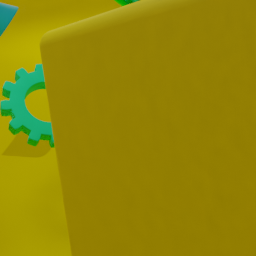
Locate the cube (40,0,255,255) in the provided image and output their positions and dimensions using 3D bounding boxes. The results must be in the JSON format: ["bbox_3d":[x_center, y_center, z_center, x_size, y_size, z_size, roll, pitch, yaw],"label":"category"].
[{"bbox_3d":[0.524,0.134,1.160,1.173,1.173,1.173,4,15,43],"label":"cube"}]

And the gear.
[{"bbox_3d":[-1.060,-0.304,3.687,1.116,0.206,1.116,10,64,-22],"label":"gear"}]

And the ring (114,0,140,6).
[{"bbox_3d":[-0.039,-3.840,7.696,2.056,2.056,0.411,34,91,33],"label":"ring"}]

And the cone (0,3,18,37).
[{"bbox_3d":[-3.179,-2.512,6.002,1.132,1.136,1.132,-33,39,31],"label":"cone"}]
